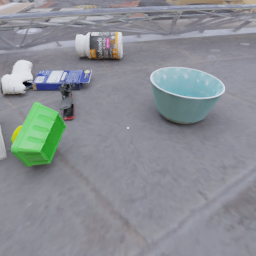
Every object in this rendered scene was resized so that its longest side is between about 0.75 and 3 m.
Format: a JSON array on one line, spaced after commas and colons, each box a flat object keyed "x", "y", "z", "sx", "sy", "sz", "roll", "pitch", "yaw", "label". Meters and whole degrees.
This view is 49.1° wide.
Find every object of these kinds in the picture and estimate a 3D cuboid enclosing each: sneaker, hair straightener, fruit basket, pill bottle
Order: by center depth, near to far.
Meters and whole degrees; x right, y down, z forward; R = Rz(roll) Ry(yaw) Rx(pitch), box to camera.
[{"x": -2.517, "y": 0.190, "z": 7.225, "sx": 1.579, "sy": 1.139, "sz": 1.579, "roll": -4, "pitch": 57, "yaw": 7, "label": "fruit basket"}, {"x": -2.111, "y": -1.184, "z": 9.894, "sx": 0.454, "sy": 0.854, "sz": 2.219, "roll": -10, "pitch": 34, "yaw": 3, "label": "hair straightener"}, {"x": -4.274, "y": -1.992, "z": 11.362, "sx": 1.012, "sy": 0.866, "sz": 2.324, "roll": 11, "pitch": 40, "yaw": -4, "label": "sneaker"}, {"x": -1.411, "y": -4.122, "z": 14.023, "sx": 2.244, "sy": 1.306, "sz": 1.306, "roll": 0, "pitch": 33, "yaw": 2, "label": "pill bottle"}]

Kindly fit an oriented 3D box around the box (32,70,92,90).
[{"x": -2.652, "y": -1.999, "z": 11.597, "sx": 2.238, "sy": 0.363, "sz": 1.356, "roll": -2, "pitch": 33, "yaw": 0, "label": "box"}]

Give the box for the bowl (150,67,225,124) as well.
[{"x": 1.813, "y": -0.994, "z": 9.175, "sx": 2.346, "sy": 1.227, "sz": 2.346, "roll": 5, "pitch": 34, "yaw": -3, "label": "bowl"}]

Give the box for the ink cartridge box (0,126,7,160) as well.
[{"x": -4.114, "y": -0.226, "z": 7.786, "sx": 0.941, "sy": 1.563, "sz": 2.151, "roll": -14, "pitch": 36, "yaw": -21, "label": "ink cartridge box"}]
